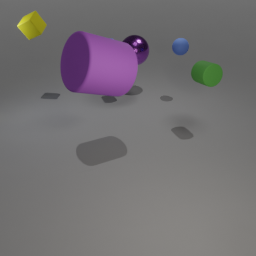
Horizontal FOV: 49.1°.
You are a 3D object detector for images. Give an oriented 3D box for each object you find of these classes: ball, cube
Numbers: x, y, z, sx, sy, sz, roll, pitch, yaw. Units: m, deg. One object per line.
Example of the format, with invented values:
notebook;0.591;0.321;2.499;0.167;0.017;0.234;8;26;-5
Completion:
ball;0.310;-3.669;13.254;1.400;1.400;1.400;0;29;0
cube;-3.832;-4.109;11.224;0.700;0.700;0.700;-12;47;26
ball;2.201;-3.405;11.744;0.700;0.700;0.700;0;29;0

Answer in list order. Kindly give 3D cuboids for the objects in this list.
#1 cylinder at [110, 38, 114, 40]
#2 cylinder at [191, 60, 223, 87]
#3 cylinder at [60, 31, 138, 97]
cylinder;-0.786;-3.297;11.822;0.700;0.700;0.700;-18;-11;-3
cylinder;2.431;-1.687;8.667;0.700;0.700;0.700;-10;24;-17
cylinder;-0.721;-1.525;6.908;1.400;1.400;1.400;0;23;-41
